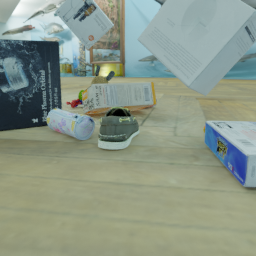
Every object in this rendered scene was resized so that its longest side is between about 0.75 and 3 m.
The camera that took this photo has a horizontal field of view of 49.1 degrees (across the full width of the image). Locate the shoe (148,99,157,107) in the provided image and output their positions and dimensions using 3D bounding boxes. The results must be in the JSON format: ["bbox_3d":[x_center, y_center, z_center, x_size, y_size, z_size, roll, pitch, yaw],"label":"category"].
[{"bbox_3d":[0.291,-1.445,13.923,2.184,0.780,0.993,15,15,38],"label":"shoe"}]

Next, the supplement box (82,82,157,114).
[{"bbox_3d":[-0.401,-1.237,11.745,2.697,0.992,1.700,-6,-2,-23],"label":"supplement box"}]

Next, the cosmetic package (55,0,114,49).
[{"bbox_3d":[-1.590,-4.041,10.364,1.326,1.759,0.454,-39,18,16],"label":"cosmetic package"}]

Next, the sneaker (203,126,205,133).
[{"bbox_3d":[2.762,0.110,8.325,1.050,0.383,0.405,4,34,35],"label":"sneaker"}]

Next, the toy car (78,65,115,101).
[{"bbox_3d":[-1.302,-1.990,13.269,1.463,1.781,1.405,21,16,9],"label":"toy car"}]

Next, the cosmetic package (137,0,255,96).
[{"bbox_3d":[2.057,-2.699,8.224,2.437,2.445,1.503,51,22,27],"label":"cosmetic package"}]

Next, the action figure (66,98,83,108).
[{"bbox_3d":[-2.331,-1.288,13.866,1.663,0.544,0.430,-13,58,-45],"label":"action figure"}]

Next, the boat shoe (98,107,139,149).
[{"bbox_3d":[-0.219,-0.160,8.136,1.022,0.855,2.860,2,13,8],"label":"boat shoe"}]

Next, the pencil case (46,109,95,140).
[{"bbox_3d":[-1.735,-0.139,8.274,1.717,0.714,0.779,13,-22,47],"label":"pencil case"}]

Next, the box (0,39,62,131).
[{"bbox_3d":[-3.885,-1.488,9.488,2.892,2.844,1.698,-8,16,-31],"label":"box"}]

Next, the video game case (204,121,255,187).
[{"bbox_3d":[3.262,0.444,5.920,2.617,0.656,2.887,0,13,2],"label":"video game case"}]

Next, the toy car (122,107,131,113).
[{"bbox_3d":[-0.417,-0.442,10.376,0.642,0.435,1.308,19,21,24],"label":"toy car"}]
